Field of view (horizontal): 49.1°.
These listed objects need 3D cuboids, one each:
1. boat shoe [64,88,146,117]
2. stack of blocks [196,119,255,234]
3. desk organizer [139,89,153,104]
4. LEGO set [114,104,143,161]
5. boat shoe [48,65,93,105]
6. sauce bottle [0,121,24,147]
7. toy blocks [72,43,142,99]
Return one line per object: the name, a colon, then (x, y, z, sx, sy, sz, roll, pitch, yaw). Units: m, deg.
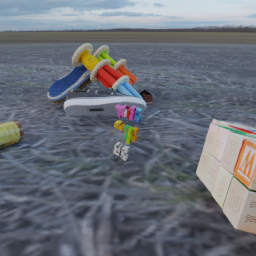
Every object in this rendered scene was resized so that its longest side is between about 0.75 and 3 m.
boat shoe: (-0.663, -0.823, 8.154, 2.354, 0.823, 0.780, -3, 62, 0)
stack of blocks: (1.891, 0.524, 3.976, 1.630, 0.829, 2.830, 14, 10, -2)
desk organizer: (0.625, -1.163, 10.398, 0.324, 0.348, 0.905, -6, 21, -15)
LEGO set: (-0.087, -0.036, 5.746, 0.537, 1.309, 0.499, 23, 38, 19)
boat shoe: (-1.891, -1.463, 10.210, 0.958, 0.960, 2.653, 8, 38, 23)
sauce bottle: (-3.164, 0.253, 6.203, 0.554, 0.554, 1.678, 15, 22, 35)
toy blocks: (-0.406, -1.895, 10.393, 2.760, 1.002, 2.300, 42, 26, 11)
